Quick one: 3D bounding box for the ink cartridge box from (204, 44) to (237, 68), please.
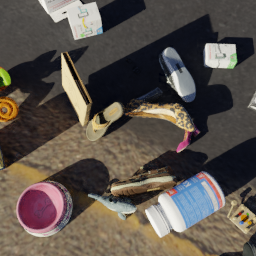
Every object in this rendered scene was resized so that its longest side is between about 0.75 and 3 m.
[{"bbox_3d":[3.807,-2.991,11.621,1.200,0.504,0.876,2,69,1],"label":"ink cartridge box"}]

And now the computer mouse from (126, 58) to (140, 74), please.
[{"bbox_3d":[0.206,-2.571,11.681,0.274,0.159,0.936,-36,68,0],"label":"computer mouse"}]

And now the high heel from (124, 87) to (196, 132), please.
[{"bbox_3d":[1.111,-0.351,10.355,1.788,0.896,2.508,-31,56,-18],"label":"high heel"}]

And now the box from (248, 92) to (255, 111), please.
[{"bbox_3d":[5.769,-1.237,11.022,1.415,0.391,1.766,30,72,11],"label":"box"}]

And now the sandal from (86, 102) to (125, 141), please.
[{"bbox_3d":[-0.917,-0.268,10.123,1.879,0.507,0.755,-41,72,22],"label":"sandal"}]

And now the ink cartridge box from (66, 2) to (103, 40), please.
[{"bbox_3d":[-1.843,-4.565,11.980,1.285,0.942,0.938,-16,70,-5],"label":"ink cartridge box"}]

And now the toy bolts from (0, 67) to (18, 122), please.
[{"bbox_3d":[-5.471,-1.160,10.783,2.219,1.539,2.119,-23,111,-19],"label":"toy bolts"}]

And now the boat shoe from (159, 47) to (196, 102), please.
[{"bbox_3d":[1.884,-2.024,11.110,0.834,0.771,2.258,-36,98,-24],"label":"boat shoe"}]

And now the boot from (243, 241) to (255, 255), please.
[{"bbox_3d":[3.249,4.484,8.825,1.774,0.582,1.462,-10,68,1],"label":"boot"}]

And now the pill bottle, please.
[{"bbox_3d":[1.822,2.513,9.118,2.360,1.324,1.324,-27,72,-11],"label":"pill bottle"}]

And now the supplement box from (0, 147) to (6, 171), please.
[{"bbox_3d":[-5.460,0.967,9.451,1.773,1.771,1.190,-20,71,-7],"label":"supplement box"}]

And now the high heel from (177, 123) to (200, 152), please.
[{"bbox_3d":[2.089,0.303,10.383,0.636,0.447,1.327,45,70,5],"label":"high heel"}]

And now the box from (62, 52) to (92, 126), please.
[{"bbox_3d":[-1.830,-1.244,9.755,0.250,2.349,1.920,-25,81,-17],"label":"box"}]

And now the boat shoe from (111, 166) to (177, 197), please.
[{"bbox_3d":[0.511,1.795,9.744,2.285,0.844,0.845,-6,57,-9],"label":"boat shoe"}]

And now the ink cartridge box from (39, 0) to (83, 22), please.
[{"bbox_3d":[-3.363,-6.324,12.635,1.636,0.957,2.820,-32,73,-11],"label":"ink cartridge box"}]

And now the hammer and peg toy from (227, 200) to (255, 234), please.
[{"bbox_3d":[3.794,2.971,9.474,0.985,0.347,0.724,42,76,14],"label":"hammer and peg toy"}]

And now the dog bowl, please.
[{"bbox_3d":[-2.847,2.654,9.403,1.888,0.696,1.888,0,70,-1],"label":"dog bowl"}]

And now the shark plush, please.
[{"bbox_3d":[-0.494,2.437,9.486,1.645,0.685,0.747,29,72,10],"label":"shark plush"}]
